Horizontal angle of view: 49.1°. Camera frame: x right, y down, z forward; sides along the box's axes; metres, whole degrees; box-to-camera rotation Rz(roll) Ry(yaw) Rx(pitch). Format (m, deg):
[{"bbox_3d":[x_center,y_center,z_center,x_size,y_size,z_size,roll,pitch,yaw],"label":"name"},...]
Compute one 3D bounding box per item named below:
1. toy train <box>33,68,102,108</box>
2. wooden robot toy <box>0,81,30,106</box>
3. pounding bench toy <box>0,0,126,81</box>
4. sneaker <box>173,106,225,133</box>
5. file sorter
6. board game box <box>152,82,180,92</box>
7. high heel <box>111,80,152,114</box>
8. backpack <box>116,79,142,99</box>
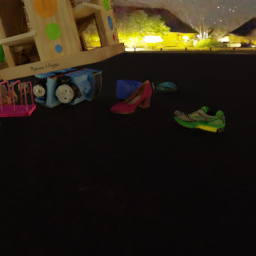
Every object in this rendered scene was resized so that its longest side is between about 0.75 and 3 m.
[{"bbox_3d":[-2.123,-1.548,10.205,1.693,1.285,2.963,11,20,13],"label":"toy train"},{"bbox_3d":[-4.340,-1.021,9.809,1.930,0.850,0.876,-15,58,-40],"label":"wooden robot toy"},{"bbox_3d":[-1.504,-1.797,4.252,2.379,1.855,1.478,-7,18,18],"label":"pounding bench toy"},{"bbox_3d":[1.859,-0.311,7.341,1.401,0.597,0.547,11,21,31],"label":"sneaker"},{"bbox_3d":[-3.812,-0.948,8.701,1.553,0.974,1.079,-2,18,-8],"label":"file sorter"},{"bbox_3d":[1.703,-1.886,12.838,1.105,0.230,1.633,1,18,1],"label":"board game box"},{"bbox_3d":[0.101,-1.004,9.016,0.620,0.884,1.838,13,22,35],"label":"high heel"},{"bbox_3d":[0.125,-1.408,10.554,0.933,0.758,0.783,-1,15,-36],"label":"backpack"}]
